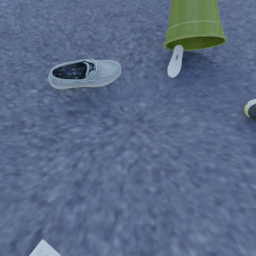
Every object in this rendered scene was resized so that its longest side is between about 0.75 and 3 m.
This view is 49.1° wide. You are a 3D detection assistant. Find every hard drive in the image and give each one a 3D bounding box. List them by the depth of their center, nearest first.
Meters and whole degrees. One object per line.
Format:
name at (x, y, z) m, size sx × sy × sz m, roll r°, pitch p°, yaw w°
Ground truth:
hard drive at (-1.690, 2.587, 5.275) m, size 0.498 × 0.099 × 0.756 m, roll 50°, pitch 55°, yaw -15°

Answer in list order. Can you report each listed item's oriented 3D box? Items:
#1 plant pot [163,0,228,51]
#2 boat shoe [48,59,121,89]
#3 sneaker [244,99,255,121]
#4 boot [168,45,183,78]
plant pot at (2.083, -3.636, 8.928) m, size 2.025 × 2.025 × 1.923 m, roll -3°, pitch 94°, yaw -3°
boat shoe at (-1.223, -1.642, 8.338) m, size 2.250 × 0.801 × 0.785 m, roll -13°, pitch 85°, yaw -16°
sneaker at (4.126, -0.487, 7.469) m, size 1.808 × 0.673 × 0.765 m, roll -14°, pitch 28°, yaw 13°
boot at (1.571, -2.127, 9.261) m, size 0.411 × 0.510 × 1.130 m, roll 18°, pitch 80°, yaw 6°
